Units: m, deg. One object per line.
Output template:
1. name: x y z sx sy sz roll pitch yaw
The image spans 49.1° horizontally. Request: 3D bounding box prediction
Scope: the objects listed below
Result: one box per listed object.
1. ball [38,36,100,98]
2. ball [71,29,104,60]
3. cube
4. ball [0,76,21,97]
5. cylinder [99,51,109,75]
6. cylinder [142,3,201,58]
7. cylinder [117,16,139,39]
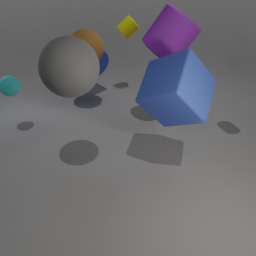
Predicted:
1. ball: -1.364 -1.409 6.517 1.400 1.400 1.400 0 31 0
2. ball: -1.634 -3.104 10.828 1.400 1.400 1.400 0 31 0
3. cube: 1.305 -1.007 7.540 1.400 1.400 1.400 -6 56 45
4. ball: -4.025 -1.423 9.525 0.700 0.700 0.700 0 31 0
5. cylinder: -1.860 -3.309 13.159 1.400 1.400 1.400 -24 54 -35
6. cylinder: 1.422 -3.074 9.216 1.400 1.400 1.400 30 29 -18
7. cylinder: -0.008 -4.365 12.149 0.700 0.700 0.700 -42 32 11
